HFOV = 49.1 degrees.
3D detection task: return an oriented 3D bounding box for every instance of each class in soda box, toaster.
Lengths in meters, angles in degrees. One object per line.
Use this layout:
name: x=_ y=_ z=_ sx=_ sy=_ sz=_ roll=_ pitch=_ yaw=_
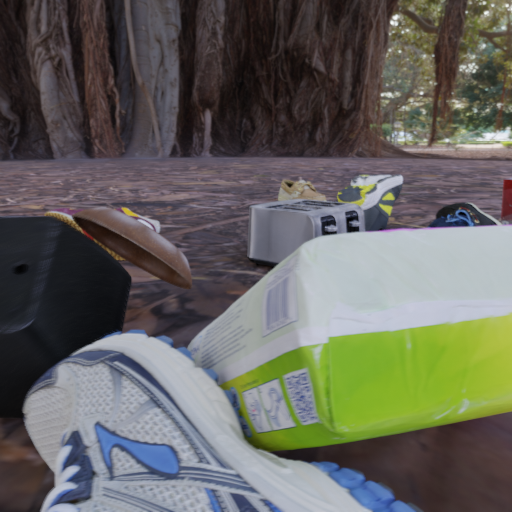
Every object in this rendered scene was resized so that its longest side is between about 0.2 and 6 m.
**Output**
soda box: x=7.186 y=-0.749 z=11.131 sx=1.368 sy=1.510 sz=4.313 roll=-9 pitch=15 yaw=-34
toaster: x=0.886 y=-0.389 z=10.415 sx=1.915 sy=1.136 sz=1.731 roll=10 pitch=16 yaw=40

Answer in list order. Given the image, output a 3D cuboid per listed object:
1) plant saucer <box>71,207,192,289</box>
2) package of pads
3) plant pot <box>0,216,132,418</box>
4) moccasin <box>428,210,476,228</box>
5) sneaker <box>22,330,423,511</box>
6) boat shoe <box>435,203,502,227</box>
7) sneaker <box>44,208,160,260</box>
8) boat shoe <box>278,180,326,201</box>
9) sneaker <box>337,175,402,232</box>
plant saucer: x=-1.446 y=-0.139 z=6.868 sx=1.668 sy=0.305 sz=1.668 roll=28 pitch=-15 yaw=8
package of pads: x=1.213 y=0.628 z=3.933 sx=3.055 sy=1.042 sz=2.360 roll=-2 pitch=-19 yaw=-22
plant pot: x=-1.959 y=0.436 z=4.577 sx=1.440 sy=1.278 sz=1.437 roll=1 pitch=58 yaw=3
moccasin: x=4.036 y=-0.551 z=11.300 sx=0.740 sy=0.873 sz=2.170 roll=-41 pitch=13 yaw=8
sneaker: x=-0.604 y=1.329 z=2.805 sx=1.390 sy=1.257 sz=3.262 roll=-18 pitch=21 yaw=-41
boat shoe: x=4.574 y=-0.730 z=12.510 sx=0.727 sy=0.849 sz=2.321 roll=7 pitch=16 yaw=-9
sneaker: x=-3.140 y=-0.544 z=11.412 sx=2.428 sy=0.910 sz=1.094 roll=14 pitch=30 yaw=21
boat shoe: x=1.479 y=-2.115 z=18.692 sx=0.905 sy=0.812 sz=2.446 roll=-8 pitch=15 yaw=-30
sneaker: x=2.700 y=-1.180 z=13.357 sx=1.126 sy=1.279 sz=3.024 roll=4 pitch=20 yaw=31
